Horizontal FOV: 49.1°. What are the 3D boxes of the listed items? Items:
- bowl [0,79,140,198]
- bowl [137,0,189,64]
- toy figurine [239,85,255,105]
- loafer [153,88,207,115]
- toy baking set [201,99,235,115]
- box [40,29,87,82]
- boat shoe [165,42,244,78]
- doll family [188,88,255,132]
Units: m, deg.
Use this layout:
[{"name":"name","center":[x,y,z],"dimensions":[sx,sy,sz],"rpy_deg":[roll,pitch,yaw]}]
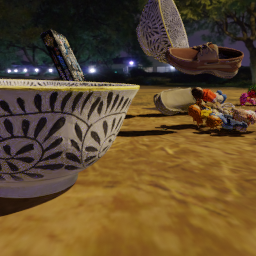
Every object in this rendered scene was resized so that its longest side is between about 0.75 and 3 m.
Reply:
[{"name":"bowl","center":[-1.233,0.049,3.547],"dimensions":[2.736,1.284,2.736],"rpy_deg":[1,11,0]},{"name":"bowl","center":[1.154,-3.403,10.173],"dimensions":[1.296,2.761,2.761],"rpy_deg":[-16,1,28]},{"name":"toy figurine","center":[6.648,-1.519,14.951],"dimensions":[1.380,1.126,1.499],"rpy_deg":[-21,44,-30]},{"name":"loafer","center":[2.107,-1.124,10.883],"dimensions":[2.647,1.002,0.904],"rpy_deg":[-6,-21,-37]},{"name":"toy baking set","center":[3.446,-0.748,10.664],"dimensions":[1.520,0.230,1.981],"rpy_deg":[8,27,-3]},{"name":"box","center":[-1.912,-2.053,8.564],"dimensions":[0.392,1.705,1.355],"rpy_deg":[-24,7,8]},{"name":"boat shoe","center":[1.873,-1.752,6.793],"dimensions":[2.000,0.718,0.757],"rpy_deg":[2,53,-17]},{"name":"doll family","center":[2.480,-0.316,7.557],"dimensions":[1.439,1.044,2.318],"rpy_deg":[2,24,-36]}]
